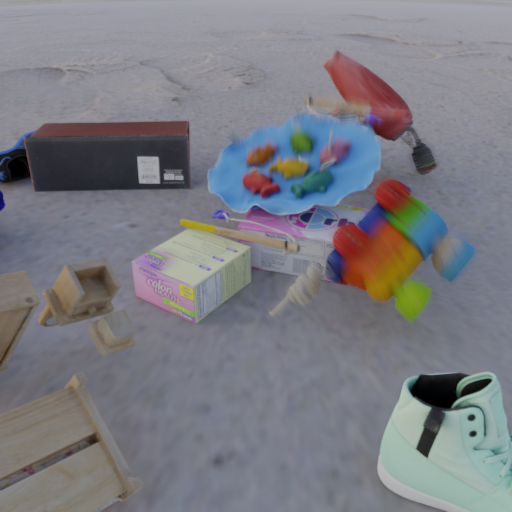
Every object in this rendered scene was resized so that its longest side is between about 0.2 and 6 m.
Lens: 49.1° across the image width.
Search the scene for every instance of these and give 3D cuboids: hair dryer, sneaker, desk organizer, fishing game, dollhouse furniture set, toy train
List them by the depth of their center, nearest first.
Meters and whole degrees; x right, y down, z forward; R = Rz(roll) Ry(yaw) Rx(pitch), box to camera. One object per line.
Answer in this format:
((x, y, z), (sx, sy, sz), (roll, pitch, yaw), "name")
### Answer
((2.445, 1.888, 5.275), (2.432, 1.435, 0.895), (11, 31, 15), "sneaker")
((-2.300, 2.030, 5.907), (2.909, 1.666, 3.412), (-14, 64, -47), "dollhouse furniture set")
((1.677, 0.352, 7.783), (1.586, 1.160, 2.741), (38, 71, 20), "toy train")
((0.627, -1.810, 9.975), (3.207, 0.696, 4.479), (18, 50, 35), "fishing game")
((2.441, -3.096, 12.490), (0.921, 3.391, 2.582), (-48, 43, -7), "hair dryer")
((-3.179, -2.287, 12.586), (3.438, 1.233, 1.324), (-1, 28, -2), "desk organizer")
((-5.353, -2.276, 13.102), (0.854, 0.769, 2.192), (18, 39, 17), "sneaker")

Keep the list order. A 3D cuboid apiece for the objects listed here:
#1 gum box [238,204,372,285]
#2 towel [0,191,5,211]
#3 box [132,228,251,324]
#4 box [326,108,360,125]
((0.926, -0.330, 9.625), (2.433, 0.805, 1.381), (10, 33, 15), "gum box")
((-6.782, -0.246, 9.474), (4.173, 1.034, 3.081), (2, 37, 3), "towel")
((-0.975, 0.252, 8.783), (1.244, 0.683, 1.414), (20, 35, 29), "box")
((1.527, -2.560, 12.248), (1.447, 0.753, 1.318), (-31, 18, 9), "box")
